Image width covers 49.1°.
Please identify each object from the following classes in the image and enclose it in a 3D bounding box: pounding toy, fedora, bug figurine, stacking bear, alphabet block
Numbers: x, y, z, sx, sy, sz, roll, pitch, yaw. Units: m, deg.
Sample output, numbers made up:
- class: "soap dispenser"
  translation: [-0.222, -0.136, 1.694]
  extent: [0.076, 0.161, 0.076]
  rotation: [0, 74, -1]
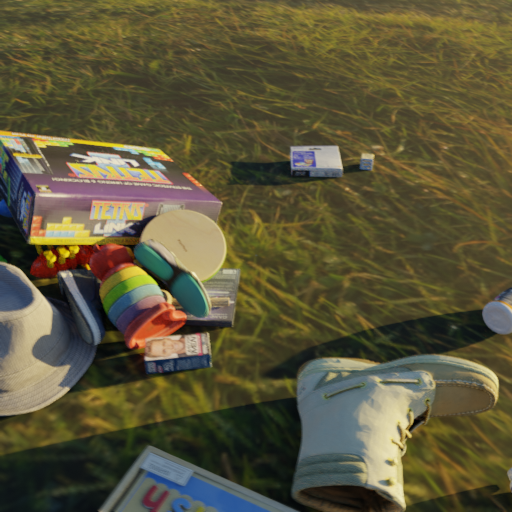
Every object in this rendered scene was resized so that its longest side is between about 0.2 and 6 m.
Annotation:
- class: "pounding toy"
  translation: [-1.344, 0.224, 10.317]
  extent: [1.553, 0.934, 2.012]
  rotation: [-2, 61, -12]
- class: "fedora"
  translation: [-4.048, 1.018, 8.575]
  extent: [2.962, 1.337, 2.619]
  rotation: [15, 37, 21]
- class: "bug figurine"
  translation: [-4.777, -0.354, 10.885]
  extent: [2.867, 0.951, 3.697]
  rotation: [-21, 40, -26]
- class: "stacking bear"
  translation: [-2.077, 0.535, 9.088]
  extent: [0.997, 1.065, 1.754]
  rotation: [-36, 69, -2]
- class: "alphabet block"
  translation: [2.826, -2.404, 14.325]
  extent: [0.311, 0.312, 0.318]
  rotation: [9, 36, 10]

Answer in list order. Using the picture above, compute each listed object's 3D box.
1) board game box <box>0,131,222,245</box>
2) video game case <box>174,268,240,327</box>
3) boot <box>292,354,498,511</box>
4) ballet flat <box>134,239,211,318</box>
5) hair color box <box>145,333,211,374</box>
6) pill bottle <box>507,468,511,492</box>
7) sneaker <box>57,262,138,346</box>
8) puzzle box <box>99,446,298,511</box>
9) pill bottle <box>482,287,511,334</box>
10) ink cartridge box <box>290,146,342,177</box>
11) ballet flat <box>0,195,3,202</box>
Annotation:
- class: "board game box"
  translation: [-3.029, -1.352, 11.210]
  extent: [3.689, 1.046, 3.050]
  rotation: [-2, 29, -38]
- class: "video game case"
  translation: [-0.887, 0.706, 10.081]
  extent: [1.081, 0.143, 1.513]
  rotation: [2, 36, 3]
- class: "boot"
  translation: [1.826, 2.284, 7.128]
  extent: [2.715, 0.978, 2.099]
  rotation: [-1, 34, 8]
- class: "ballet flat"
  translation: [-1.300, 0.321, 9.370]
  extent: [1.643, 0.591, 0.591]
  rotation: [45, 44, -3]
- class: "hair color box"
  translation: [-1.228, 1.521, 8.781]
  extent: [1.005, 0.304, 0.502]
  rotation: [-5, 36, -7]
- class: "pill bottle"
  translation: [3.318, 2.896, 6.788]
  extent: [0.364, 0.364, 0.649]
  rotation: [-2, 35, -3]
- class: "sneaker"
  translation: [-2.476, 0.687, 9.501]
  extent: [1.378, 0.725, 1.907]
  rotation: [-12, 36, -26]
- class: "puzzle box"
  translation: [-0.423, 3.477, 5.927]
  extent: [3.156, 0.401, 2.099]
  rotation: [15, 39, 20]
- class: "pill bottle"
  translation: [4.345, 0.868, 9.472]
  extent: [1.007, 0.586, 0.586]
  rotation: [-25, 42, -33]
- class: "ink cartridge box"
  translation: [1.520, -2.430, 14.400]
  extent: [1.276, 0.303, 1.291]
  rotation: [0, 34, 3]
- class: "ballet flat"
  translation: [-6.377, -1.210, 12.409]
  extent: [1.783, 0.651, 0.651]
  rotation: [-6, 36, -13]
